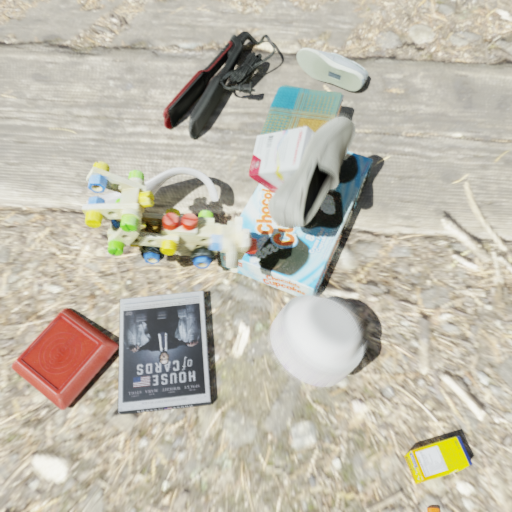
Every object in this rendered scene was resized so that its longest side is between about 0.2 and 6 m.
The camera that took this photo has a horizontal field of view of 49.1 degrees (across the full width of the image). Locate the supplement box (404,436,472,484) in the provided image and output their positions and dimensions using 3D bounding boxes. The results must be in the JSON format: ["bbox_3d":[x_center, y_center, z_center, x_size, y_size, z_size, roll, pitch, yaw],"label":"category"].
[{"bbox_3d":[2.918,3.292,9.018,0.870,0.477,0.474,-13,60,-8],"label":"supplement box"}]

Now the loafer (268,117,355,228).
[{"bbox_3d":[1.118,-1.414,9.555,0.813,0.815,2.330,18,69,42],"label":"loafer"}]

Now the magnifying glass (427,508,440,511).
[{"bbox_3d":[2.753,4.640,8.449,0.608,0.171,1.529,2,62,2],"label":"magnifying glass"}]

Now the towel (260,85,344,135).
[{"bbox_3d":[0.923,-2.798,11.947,1.501,0.222,2.047,12,61,12],"label":"towel"}]

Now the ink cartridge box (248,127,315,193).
[{"bbox_3d":[0.640,-1.782,10.562,1.206,0.872,0.876,1,71,41],"label":"ink cartridge box"}]

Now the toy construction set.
[{"bbox_3d":[-1.385,-0.517,9.478,2.913,1.910,1.342,17,58,1],"label":"toy construction set"}]

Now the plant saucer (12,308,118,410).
[{"bbox_3d":[-3.429,1.737,9.906,1.436,0.264,1.434,29,67,24],"label":"plant saucer"}]

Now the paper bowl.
[{"bbox_3d":[1.015,1.249,8.826,1.458,0.758,1.458,17,44,-17],"label":"paper bowl"}]

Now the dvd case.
[{"bbox_3d":[-1.658,1.689,10.059,1.595,0.262,2.122,-6,60,-3],"label":"dvd case"}]

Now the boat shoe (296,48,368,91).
[{"bbox_3d":[1.849,-4.540,13.479,1.803,0.629,0.642,30,50,14],"label":"boat shoe"}]

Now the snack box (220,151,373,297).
[{"bbox_3d":[0.866,-0.895,11.307,1.947,0.622,3.351,21,63,13],"label":"snack box"}]

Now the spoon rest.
[{"bbox_3d":[-2.069,-1.295,11.130,2.557,1.271,0.775,-8,102,-9],"label":"spoon rest"}]

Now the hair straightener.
[{"bbox_3d":[-0.592,-4.078,13.202,1.443,0.767,3.749,27,59,14],"label":"hair straightener"}]
